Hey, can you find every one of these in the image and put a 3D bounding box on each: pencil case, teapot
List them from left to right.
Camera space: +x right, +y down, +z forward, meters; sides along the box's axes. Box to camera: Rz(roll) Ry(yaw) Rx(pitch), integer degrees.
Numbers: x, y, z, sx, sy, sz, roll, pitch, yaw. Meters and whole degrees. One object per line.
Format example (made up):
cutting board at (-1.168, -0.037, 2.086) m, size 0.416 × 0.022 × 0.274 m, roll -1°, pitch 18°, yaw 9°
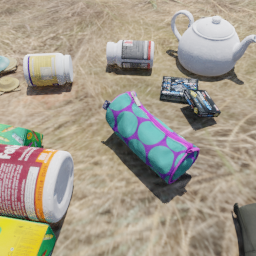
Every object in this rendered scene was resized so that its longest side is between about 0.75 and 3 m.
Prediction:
pencil case at (0.548, 0.145, 7.324) m, size 1.154 × 1.253 × 2.712 m, roll -15°, pitch 49°, yaw -43°
teapot at (2.995, -3.241, 10.312) m, size 2.463 × 1.799 × 2.431 m, roll -5°, pitch 48°, yaw -4°

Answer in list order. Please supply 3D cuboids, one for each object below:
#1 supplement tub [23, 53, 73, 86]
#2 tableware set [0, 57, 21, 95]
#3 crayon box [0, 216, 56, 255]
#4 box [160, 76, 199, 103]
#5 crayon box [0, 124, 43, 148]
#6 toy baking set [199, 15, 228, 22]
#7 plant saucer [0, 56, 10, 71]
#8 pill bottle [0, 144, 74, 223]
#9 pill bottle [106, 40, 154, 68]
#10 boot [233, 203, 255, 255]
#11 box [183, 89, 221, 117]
supplement tub at (-2.721, -2.019, 9.682) m, size 1.502 × 1.092 × 1.092 m, roll -3°, pitch 48°, yaw -3°
tableware set at (-4.913, -1.788, 10.042) m, size 1.980 × 0.275 × 2.370 m, roll -15°, pitch 49°, yaw -15°
crayon box at (-3.101, 2.639, 5.587) m, size 2.810 × 0.819 × 1.669 m, roll 7°, pitch 48°, yaw 7°
box at (1.764, -1.325, 9.589) m, size 1.268 × 0.292 × 1.008 m, roll 7°, pitch 48°, yaw 7°
crayon box at (-3.344, 0.189, 7.463) m, size 1.812 × 1.076 × 0.528 m, roll 10°, pitch 82°, yaw 8°
toy baking set at (3.981, -5.071, 13.118) m, size 1.038 × 0.157 × 1.352 m, roll -18°, pitch 50°, yaw -16°
plant saucer at (-4.960, -2.420, 10.341) m, size 1.094 × 0.211 × 1.094 m, roll -1°, pitch 48°, yaw 1°
pill bottle at (-2.797, 1.169, 6.399) m, size 2.800 × 1.598 × 1.598 m, roll 6°, pitch 48°, yaw 5°
pill bottle at (0.094, -2.751, 10.421) m, size 1.714 × 0.993 × 0.993 m, roll 4°, pitch 48°, yaw 3°
boot at (3.787, 2.394, 5.706) m, size 2.928 × 1.134 × 2.025 m, roll 2°, pitch 43°, yaw 1°
box at (2.278, -0.773, 8.689) m, size 0.828 × 0.240 × 1.042 m, roll 0°, pitch 48°, yaw -25°
